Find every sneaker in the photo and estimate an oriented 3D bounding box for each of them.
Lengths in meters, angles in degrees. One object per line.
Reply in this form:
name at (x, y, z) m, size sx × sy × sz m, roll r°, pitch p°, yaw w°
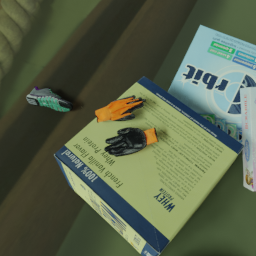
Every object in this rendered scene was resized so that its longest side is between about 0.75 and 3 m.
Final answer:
sneaker at (-2.143, -0.886, 7.891) m, size 1.351 × 0.503 × 0.591 m, roll 13°, pitch 59°, yaw 6°

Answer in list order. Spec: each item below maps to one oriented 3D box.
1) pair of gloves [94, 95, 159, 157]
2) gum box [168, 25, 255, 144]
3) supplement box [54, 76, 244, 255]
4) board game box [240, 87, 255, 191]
pair of gloves at (-0.043, -0.054, 5.444) m, size 1.061 × 0.147 × 1.191 m, roll -19°, pitch 67°, yaw 4°
gum box at (2.345, -1.026, 7.341) m, size 2.261 × 0.593 × 2.661 m, roll 27°, pitch 91°, yaw 13°
supplement box at (0.419, 0.868, 6.175) m, size 2.698 × 1.811 × 2.695 m, roll 38°, pitch 66°, yaw 19°
board game box at (3.960, 0.179, 6.629) m, size 2.423 × 0.500 × 2.429 m, roll -5°, pitch 93°, yaw -3°
